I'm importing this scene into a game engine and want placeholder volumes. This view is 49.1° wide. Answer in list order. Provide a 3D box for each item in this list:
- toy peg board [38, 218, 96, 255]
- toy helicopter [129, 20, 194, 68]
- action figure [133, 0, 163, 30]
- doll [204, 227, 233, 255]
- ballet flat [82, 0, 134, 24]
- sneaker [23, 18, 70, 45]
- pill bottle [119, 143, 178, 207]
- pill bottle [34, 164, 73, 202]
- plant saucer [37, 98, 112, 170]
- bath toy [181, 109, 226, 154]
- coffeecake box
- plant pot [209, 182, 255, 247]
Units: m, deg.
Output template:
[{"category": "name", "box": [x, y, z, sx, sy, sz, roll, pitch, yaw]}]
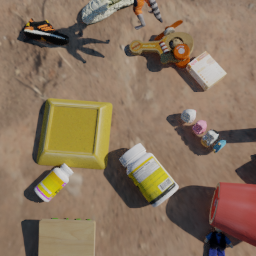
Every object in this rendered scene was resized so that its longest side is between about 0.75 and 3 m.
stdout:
[{"category": "toy peg board", "box": [-1.967, 3.872, 9.414, 1.805, 0.883, 1.797, 1, 91, 2]}, {"category": "toy helicopter", "box": [1.315, -3.356, 11.132, 2.540, 1.002, 1.680, 3, 82, 13]}, {"category": "action figure", "box": [0.734, -4.623, 9.082, 1.153, 2.133, 2.205, 28, 58, 30]}, {"category": "doll", "box": [3.092, 3.993, 9.521, 0.960, 0.341, 1.407, 4, 69, 9]}, {"category": "ballet flat", "box": [-0.714, -5.375, 11.614, 2.897, 1.039, 1.039, -30, 78, -7]}, {"category": "sneaker", "box": [-3.248, -3.994, 11.389, 1.913, 0.669, 0.861, 13, 79, 5]}, {"category": "pill bottle", "box": [0.687, 1.598, 9.708, 1.160, 1.160, 2.030, -37, 78, -9]}, {"category": "pill bottle", "box": [-2.579, 1.895, 9.870, 0.700, 0.700, 1.344, 43, 80, 10]}, {"category": "plant saucer", "box": [-1.989, 0.116, 10.367, 2.629, 0.637, 2.629, 4, 76, 0]}, {"category": "bath toy", "box": [2.759, 0.041, 10.358, 0.711, 0.837, 1.924, -28, 70, -41]}, {"category": "coffeecake box", "box": [3.072, -2.246, 11.054, 0.955, 0.455, 1.244, -36, 78, -9]}, {"category": "plant pot", "box": [3.717, 2.687, 9.146, 1.796, 2.030, 2.030, 13, 76, 13]}]
